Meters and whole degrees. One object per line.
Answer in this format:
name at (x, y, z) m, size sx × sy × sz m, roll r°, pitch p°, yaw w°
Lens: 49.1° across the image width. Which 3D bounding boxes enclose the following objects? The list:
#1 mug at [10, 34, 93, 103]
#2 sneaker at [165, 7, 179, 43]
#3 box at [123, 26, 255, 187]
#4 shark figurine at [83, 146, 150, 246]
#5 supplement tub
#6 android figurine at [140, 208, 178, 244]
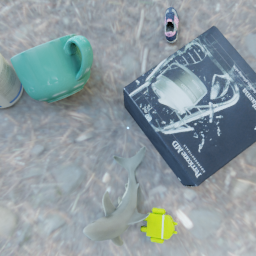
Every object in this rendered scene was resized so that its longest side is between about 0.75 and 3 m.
mug at (-1.851, -1.452, 7.184) m, size 1.812 × 2.205 × 1.363 m, roll -26°, pitch 108°, yaw -13°
sneaker at (1.279, -3.149, 8.278) m, size 0.420 × 0.491 × 1.198 m, roll -7°, pitch 72°, yaw 17°
box at (1.809, -0.464, 7.230) m, size 2.812 × 1.773 × 2.861 m, roll -36°, pitch 81°, yaw -5°
shark figurine at (0.082, 1.863, 6.989) m, size 1.102 × 1.578 × 2.640 m, roll -12°, pitch 35°, yaw 35°
supplement tub at (-3.627, -1.351, 7.298) m, size 1.230 × 1.864 × 1.230 m, roll 0°, pitch 74°, yaw -1°
android figurine at (0.801, 2.526, 7.246) m, size 0.961 × 0.197 × 0.875 m, roll -1°, pitch 81°, yaw 21°
